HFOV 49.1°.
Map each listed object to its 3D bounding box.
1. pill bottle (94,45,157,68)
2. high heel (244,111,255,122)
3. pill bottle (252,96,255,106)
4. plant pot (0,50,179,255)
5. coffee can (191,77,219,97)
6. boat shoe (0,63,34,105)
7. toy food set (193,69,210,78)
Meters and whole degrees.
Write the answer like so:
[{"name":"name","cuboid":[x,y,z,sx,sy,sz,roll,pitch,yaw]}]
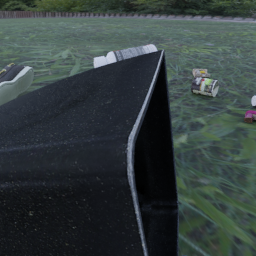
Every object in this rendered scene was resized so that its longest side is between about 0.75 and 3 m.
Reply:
[{"name":"pill bottle","cuboid":[-0.055,-2.428,11.143,2.434,1.386,1.386,-13,28,-9]},{"name":"high heel","cuboid":[3.995,-0.343,8.162,1.102,0.371,0.530,12,39,29]},{"name":"pill bottle","cuboid":[4.544,-0.902,9.262,0.782,0.442,0.442,-1,26,-3]},{"name":"plant pot","cuboid":[-0.721,0.848,3.401,2.480,2.795,2.788,-4,25,14]},{"name":"coffee can","cuboid":[2.841,-1.528,10.344,0.837,0.613,0.613,17,31,31]},{"name":"boat shoe","cuboid":[-4.124,-1.331,9.183,0.849,1.005,2.821,19,34,2]},{"name":"toy food set","cuboid":[3.349,-2.543,12.801,0.673,0.283,0.937,3,26,5]}]
